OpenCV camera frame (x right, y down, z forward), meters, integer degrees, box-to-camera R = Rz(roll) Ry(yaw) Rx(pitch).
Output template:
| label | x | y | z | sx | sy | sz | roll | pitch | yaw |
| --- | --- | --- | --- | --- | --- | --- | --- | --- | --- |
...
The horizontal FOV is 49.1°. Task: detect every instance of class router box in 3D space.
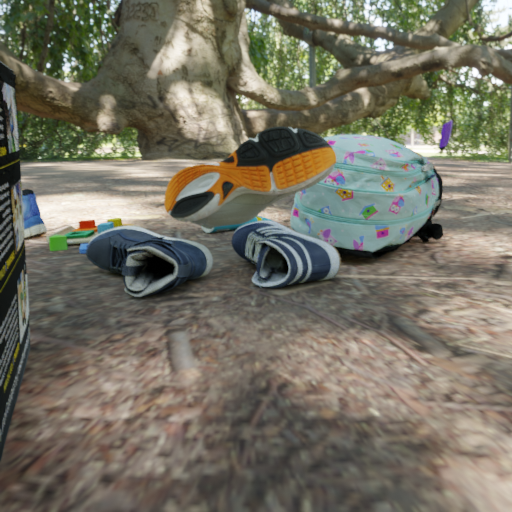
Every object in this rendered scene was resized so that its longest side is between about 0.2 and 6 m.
| label | x | y | z | sx | sy | sz | roll | pitch | yaw |
| --- | --- | --- | --- | --- | --- | --- | --- | --- | --- |
| router box | -2.407 | -0.001 | 4.035 | 1.050 | 3.068 | 4.113 | -2 | 12 | -16 |

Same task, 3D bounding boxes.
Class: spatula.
| label | x | y | z | sx | sy | sz | roll | pitch | yaw |
| --- | --- | --- | --- | --- | --- | --- | --- | --- | --- |
| spatula | 3.597 | -2.207 | 10.702 | 0.166 | 0.457 | 1.616 | 9 | 3 | 16 |

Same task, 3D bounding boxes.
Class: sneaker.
| label | x | y | z | sx | sy | sz | roll | pitch | yaw |
| --- | --- | --- | --- | --- | --- | --- | --- | --- | --- |
| sneaker | -6.359 | -1.218 | 13.422 | 3.167 | 1.412 | 1.244 | 5 | 13 | 22 |
| sneaker | 0.112 | -0.063 | 9.514 | 1.302 | 0.841 | 2.400 | -9 | 18 | -43 |
| sneaker | -2.020 | 0.053 | 8.913 | 2.251 | 0.856 | 1.626 | 5 | 11 | 16 |
| sneaker | -0.005 | -1.138 | 8.918 | 2.787 | 1.055 | 1.282 | -14 | -20 | 22 |

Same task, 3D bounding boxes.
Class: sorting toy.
| label | x | y | z | sx | sy | sz | roll | pitch | yaw |
| --- | --- | --- | --- | --- | --- | --- | --- | --- | --- |
| sorting toy | -3.636 | -0.594 | 12.823 | 1.811 | 0.438 | 3.216 | 0 | 12 | 1 |

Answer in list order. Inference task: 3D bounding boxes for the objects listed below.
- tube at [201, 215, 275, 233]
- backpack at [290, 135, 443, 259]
| label | x | y | z | sx | sy | sz | roll | pitch | yaw |
| --- | --- | --- | --- | --- | --- | --- | --- | --- | --- |
| tube | -0.462 | -0.895 | 14.265 | 0.814 | 0.530 | 2.102 | 28 | 23 | 38 |
| backpack | 2.111 | -1.284 | 11.554 | 3.112 | 2.361 | 3.729 | 9 | 17 | 27 |
